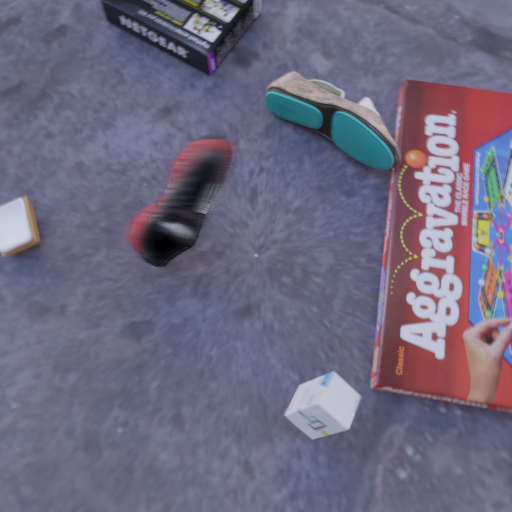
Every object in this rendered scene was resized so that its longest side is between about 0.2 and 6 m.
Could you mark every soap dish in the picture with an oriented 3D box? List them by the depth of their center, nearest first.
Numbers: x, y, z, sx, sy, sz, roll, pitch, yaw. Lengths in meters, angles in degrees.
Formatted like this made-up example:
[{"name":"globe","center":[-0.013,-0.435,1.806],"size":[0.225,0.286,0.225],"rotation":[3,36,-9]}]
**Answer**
[{"name":"soap dish","center":[-3.762,-0.447,8.811],"size":[0.628,0.324,0.799],"rotation":[-22,72,9]}]

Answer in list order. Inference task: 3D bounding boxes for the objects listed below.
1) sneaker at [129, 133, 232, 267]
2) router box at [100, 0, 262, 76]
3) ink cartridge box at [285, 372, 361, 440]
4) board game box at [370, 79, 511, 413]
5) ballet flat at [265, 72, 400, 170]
[{"name":"sneaker","center":[-1.001,-0.711,7.916],"size":[0.771,1.065,2.180],"rotation":[31,105,-27]},{"name":"router box","center":[-1.348,-4.589,10.246],"size":[2.379,0.608,1.775],"rotation":[31,73,11]},{"name":"ink cartridge box","center":[0.875,1.991,7.412],"size":[0.547,0.749,0.550],"rotation":[43,49,-9]},{"name":"board game box","center":[3.393,-0.339,8.753],"size":[2.689,0.508,5.223],"rotation":[8,70,4]},{"name":"ballet flat","center":[1.382,-2.368,9.263],"size":[2.612,0.889,0.878],"rotation":[34,63,16]}]
